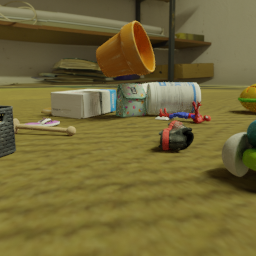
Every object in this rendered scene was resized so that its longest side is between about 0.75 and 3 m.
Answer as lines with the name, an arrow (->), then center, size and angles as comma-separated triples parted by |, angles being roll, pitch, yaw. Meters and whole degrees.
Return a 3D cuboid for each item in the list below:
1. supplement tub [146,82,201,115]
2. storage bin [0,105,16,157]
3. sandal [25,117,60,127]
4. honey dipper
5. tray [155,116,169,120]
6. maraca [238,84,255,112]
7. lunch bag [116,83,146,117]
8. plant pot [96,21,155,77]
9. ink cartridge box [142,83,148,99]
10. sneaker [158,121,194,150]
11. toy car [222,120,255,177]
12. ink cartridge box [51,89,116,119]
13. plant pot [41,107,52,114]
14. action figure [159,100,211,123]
supplement tub -> 2.238, -1.477, 14.106 | 2.494, 1.645, 1.645 | 0, 11, -6
storage bin -> -4.491, 0.085, 7.225 | 2.681, 1.257, 1.813 | 4, 12, 22
sandal -> -3.366, -0.228, 11.060 | 1.466, 0.360, 0.597 | -10, 15, -41
honey dipper -> -3.168, -0.026, 9.678 | 2.832, 0.538, 0.538 | 3, 12, 9
tray -> 1.807, -0.521, 13.171 | 0.607, 0.125, 1.131 | 7, 13, 35
maraca -> 7.325, -1.602, 14.755 | 2.876, 1.538, 1.972 | -3, 15, 9
lunch bag -> 0.142, -1.384, 13.706 | 1.366, 1.603, 0.977 | -5, 12, -29
plant pot -> -0.194, -3.348, 12.798 | 2.125, 2.321, 2.321 | -15, 4, 24
ink cartridge box -> 1.236, -1.980, 16.608 | 1.493, 0.865, 2.563 | 29, 33, 35
sneaker -> 1.499, 0.208, 8.141 | 0.888, 0.642, 1.817 | 4, 14, 20
toy car -> 3.099, 0.208, 5.550 | 2.190, 1.642, 1.917 | -10, 16, -42
ink cartridge box -> -2.210, -1.323, 14.406 | 2.089, 1.206, 2.862 | 6, 13, 29
plant pot -> -3.919, -0.974, 15.241 | 1.567, 0.215, 1.567 | 0, 10, 0
action figure -> 2.523, -0.816, 12.159 | 2.234, 1.105, 0.729 | 14, 18, 29
